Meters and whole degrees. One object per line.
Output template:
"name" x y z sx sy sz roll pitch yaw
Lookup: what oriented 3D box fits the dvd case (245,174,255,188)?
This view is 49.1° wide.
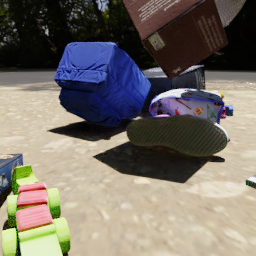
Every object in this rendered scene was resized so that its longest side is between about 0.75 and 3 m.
"dvd case" 2.845 0.973 5.182 1.122 0.123 0.819 -10 17 -37

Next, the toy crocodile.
"toy crocodile" -1.191 1.102 3.551 0.728 0.666 2.156 -5 16 -20

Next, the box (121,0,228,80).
"box" 1.025 -2.600 6.582 1.613 1.964 1.629 -31 -33 16

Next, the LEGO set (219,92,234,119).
"LEGO set" 3.736 -1.037 11.629 0.799 0.860 2.095 -3 14 -12

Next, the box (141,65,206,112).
"box" 1.505 -1.735 12.184 2.811 1.463 2.559 8 24 43

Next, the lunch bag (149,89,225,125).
"lunch bag" 1.826 -0.595 9.001 2.148 1.330 1.826 11 16 9

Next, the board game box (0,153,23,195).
"board game box" -2.782 0.819 4.233 1.725 0.441 2.547 -2 4 -7

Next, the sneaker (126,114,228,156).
"sneaker" 1.424 0.014 7.389 2.620 0.950 1.494 9 14 33

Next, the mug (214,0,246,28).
"mug" 2.606 -3.705 8.441 1.307 1.552 1.770 32 0 -14

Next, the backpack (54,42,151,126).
"backpack" -0.805 -1.301 9.599 2.360 2.437 2.904 18 -6 34
